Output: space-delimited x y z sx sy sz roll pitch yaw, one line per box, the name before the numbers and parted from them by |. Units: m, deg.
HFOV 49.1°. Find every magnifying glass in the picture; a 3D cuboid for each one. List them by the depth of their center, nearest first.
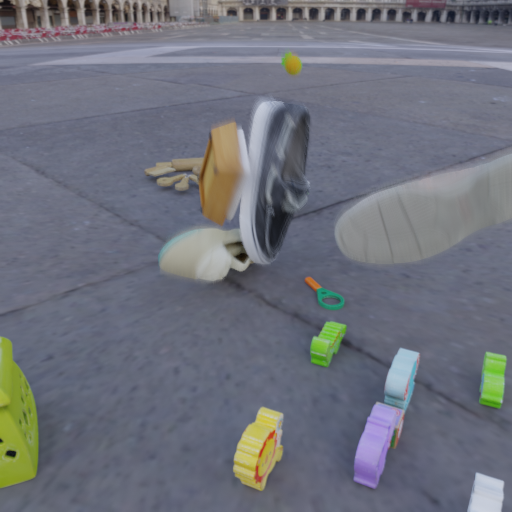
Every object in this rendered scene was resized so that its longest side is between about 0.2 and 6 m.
magnifying glass | 1.091 0.616 9.239 0.401 0.113 1.007 -11 30 -21

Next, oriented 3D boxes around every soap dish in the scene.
soap dish | -0.566 -1.324 9.135 0.555 1.366 1.074 3 54 -17

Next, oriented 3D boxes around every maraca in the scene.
maraca | 0.825 -4.499 13.120 0.605 0.415 0.324 51 21 21

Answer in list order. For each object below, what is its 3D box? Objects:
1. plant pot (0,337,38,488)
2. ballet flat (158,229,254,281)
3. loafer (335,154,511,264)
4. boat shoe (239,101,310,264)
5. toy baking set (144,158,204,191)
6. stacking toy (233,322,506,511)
plant pot | -3.105 1.645 5.927 1.315 1.193 1.308 -10 29 -18
ballet flat | -0.603 -0.013 9.247 0.859 0.859 2.472 13 14 25
loafer | 2.297 -0.598 7.153 2.685 0.965 0.844 -18 10 6
boat shoe | 0.412 -1.100 9.062 0.907 2.675 0.960 16 16 34
toy baking set | -1.436 -2.083 14.500 2.795 0.325 2.145 -7 30 -14
stacking toy | 1.498 1.697 6.333 2.411 0.751 3.198 12 28 22
